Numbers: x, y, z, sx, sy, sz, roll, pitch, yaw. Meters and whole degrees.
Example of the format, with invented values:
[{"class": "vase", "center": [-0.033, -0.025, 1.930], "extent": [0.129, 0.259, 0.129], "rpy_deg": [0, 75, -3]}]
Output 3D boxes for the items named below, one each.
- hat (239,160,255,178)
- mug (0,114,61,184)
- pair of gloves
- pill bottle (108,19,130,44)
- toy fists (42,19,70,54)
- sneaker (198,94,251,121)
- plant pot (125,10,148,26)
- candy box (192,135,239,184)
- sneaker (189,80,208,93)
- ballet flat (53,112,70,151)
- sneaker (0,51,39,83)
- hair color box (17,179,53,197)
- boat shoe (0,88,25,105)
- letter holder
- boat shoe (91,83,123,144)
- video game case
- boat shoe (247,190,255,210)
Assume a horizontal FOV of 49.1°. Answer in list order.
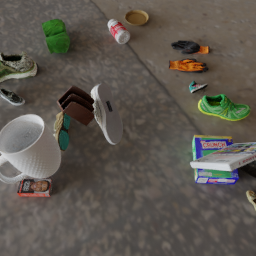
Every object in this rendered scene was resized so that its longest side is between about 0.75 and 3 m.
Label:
[{"class": "hat", "center": [4.512, 1.159, 9.971], "extent": [1.327, 0.535, 1.327], "rpy_deg": [15, 51, -20]}, {"class": "mug", "center": [-3.378, 0.958, 9.437], "extent": [2.221, 1.947, 1.640], "rpy_deg": [-40, 50, -18]}, {"class": "pair of gloves", "center": [2.915, -3.427, 13.336], "extent": [1.877, 0.260, 2.106], "rpy_deg": [9, 57, 6]}, {"class": "pill bottle", "center": [-0.486, -4.849, 13.970], "extent": [0.717, 0.717, 1.277], "rpy_deg": [-25, 61, -15]}, {"class": "toy fists", "center": [-3.475, -4.511, 13.769], "extent": [1.099, 0.741, 2.155], "rpy_deg": [-19, 60, -3]}, {"class": "sneaker", "center": [3.928, -0.856, 11.315], "extent": [2.081, 0.870, 0.771], "rpy_deg": [8, 57, 4]}, {"class": "plant pot", "center": [0.460, -5.859, 14.946], "extent": [1.261, 0.173, 1.261], "rpy_deg": [0, 57, 1]}, {"class": "candy box", "center": [3.124, 1.125, 10.172], "extent": [1.425, 0.649, 1.685], "rpy_deg": [2, 56, 2]}, {"class": "sneaker", "center": [3.041, -1.889, 12.306], "extent": [0.852, 0.356, 0.514], "rpy_deg": [-22, 70, -12]}, {"class": "ballet flat", "center": [-2.626, 0.153, 10.933], "extent": [0.594, 0.641, 1.819], "rpy_deg": [-15, 52, 21]}, {"class": "sneaker", "center": [-5.580, -2.812, 12.295], "extent": [2.992, 1.326, 1.150], "rpy_deg": [-14, 58, -9]}, {"class": "hair color box", "center": [-3.224, 2.081, 9.751], "extent": [1.083, 0.332, 0.550], "rpy_deg": [0, 57, -1]}, {"class": "boat shoe", "center": [-4.961, -1.332, 11.880], "extent": [1.221, 0.433, 0.440], "rpy_deg": [22, 60, 13]}, {"class": "letter holder", "center": [-1.582, -0.745, 9.287], "extent": [0.848, 1.193, 0.600], "rpy_deg": [-45, 51, 8]}, {"class": "boat shoe", "center": [-0.835, -0.461, 10.069], "extent": [0.776, 0.764, 2.187], "rpy_deg": [-21, 95, -37]}, {"class": "video game case", "center": [3.281, 0.867, 8.774], "extent": [1.929, 2.117, 0.243], "rpy_deg": [-19, 90, -17]}, {"class": "boat shoe", "center": [4.370, 2.491, 9.522], "extent": [0.319, 0.272, 0.869], "rpy_deg": [-19, 59, -12]}]
